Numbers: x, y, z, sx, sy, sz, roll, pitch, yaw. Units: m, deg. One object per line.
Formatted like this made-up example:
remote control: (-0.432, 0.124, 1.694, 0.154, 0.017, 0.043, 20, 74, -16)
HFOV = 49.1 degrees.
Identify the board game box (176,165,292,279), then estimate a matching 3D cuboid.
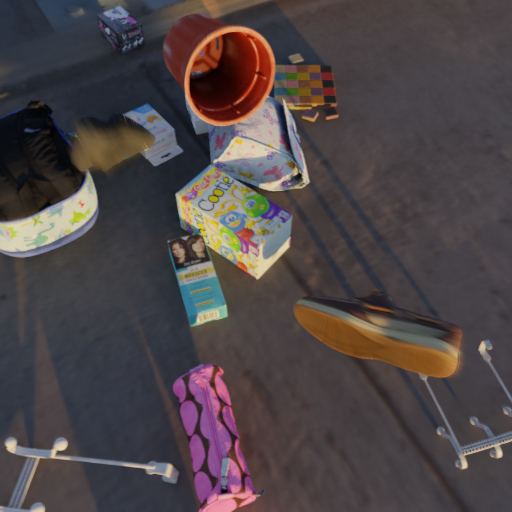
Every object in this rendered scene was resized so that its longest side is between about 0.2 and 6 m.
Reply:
board game box: (-0.442, -0.692, 11.059, 2.059, 1.060, 1.080, 33, 61, 21)

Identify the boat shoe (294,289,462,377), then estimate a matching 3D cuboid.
boat shoe: (2.001, 1.100, 9.300, 2.733, 0.986, 0.984, 14, 52, 24)

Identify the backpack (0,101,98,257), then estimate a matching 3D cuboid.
backpack: (-4.428, -1.254, 10.870, 2.464, 1.979, 2.693, -31, 60, -24)

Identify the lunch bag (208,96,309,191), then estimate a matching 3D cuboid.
lunch bag: (0.152, -2.522, 12.030, 2.155, 1.370, 1.828, 18, 49, -31)

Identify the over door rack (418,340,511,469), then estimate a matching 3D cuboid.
over door rack: (3.504, 2.396, 9.096, 1.302, 0.587, 1.762, -15, 64, -6)

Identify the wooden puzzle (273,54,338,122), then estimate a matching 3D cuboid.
wooden puzzle: (1.199, -4.248, 14.114, 1.527, 0.181, 2.575, 0, 55, 0)

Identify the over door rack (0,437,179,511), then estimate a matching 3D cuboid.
over door rack: (-2.660, 3.765, 8.017, 2.722, 0.907, 2.011, 7, 56, 5)

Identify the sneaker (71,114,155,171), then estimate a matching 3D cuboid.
sneaker: (-2.613, -2.002, 10.106, 0.759, 0.907, 1.998, 39, 26, 15)

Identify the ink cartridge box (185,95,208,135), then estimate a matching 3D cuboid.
ink cartridge box: (-1.207, -3.472, 13.401, 0.759, 0.442, 1.048, -14, 56, -10)

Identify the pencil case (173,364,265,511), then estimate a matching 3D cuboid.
pencil case: (-0.667, 2.760, 8.613, 1.017, 1.050, 2.241, -21, 55, -2)

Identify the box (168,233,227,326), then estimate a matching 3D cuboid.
box: (-1.130, 0.418, 10.658, 0.727, 0.434, 1.767, -15, 56, -10)

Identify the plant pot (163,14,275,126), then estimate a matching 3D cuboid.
plant pot: (-0.873, -3.750, 10.848, 1.834, 1.834, 1.784, -24, 46, -16)

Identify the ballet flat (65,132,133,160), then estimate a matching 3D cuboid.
ballet flat: (-3.863, -2.513, 12.525, 2.440, 0.906, 0.906, -8, 55, -8)

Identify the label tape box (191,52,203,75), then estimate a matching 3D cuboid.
label tape box: (-1.365, -4.997, 14.239, 0.604, 0.838, 0.265, -35, 62, -22)

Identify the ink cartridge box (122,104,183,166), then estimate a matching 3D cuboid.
ink cartridge box: (-2.425, -2.796, 12.895, 0.839, 0.495, 1.458, -33, 61, -21)

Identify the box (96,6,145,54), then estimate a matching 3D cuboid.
box: (-3.652, -6.125, 15.142, 0.762, 0.662, 1.154, -33, 61, -21)
